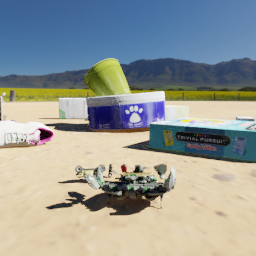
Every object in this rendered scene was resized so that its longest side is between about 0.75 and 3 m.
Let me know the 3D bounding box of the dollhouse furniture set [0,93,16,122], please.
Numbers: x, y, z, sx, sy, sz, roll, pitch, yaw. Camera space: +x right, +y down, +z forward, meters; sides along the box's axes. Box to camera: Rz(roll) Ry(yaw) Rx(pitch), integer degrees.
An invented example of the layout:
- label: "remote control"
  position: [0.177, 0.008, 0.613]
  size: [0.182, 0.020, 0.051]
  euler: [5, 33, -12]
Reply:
- label: "dollhouse furniture set"
  position: [-6.223, -0.933, 12.885]
  size: [1.499, 1.342, 1.891]
  euler: [-6, 9, -39]

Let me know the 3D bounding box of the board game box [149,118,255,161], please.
- label: "board game box"
  position: [2.201, 0.174, 6.832]
  size: [2.721, 0.639, 2.054]
  euler: [5, 9, 34]

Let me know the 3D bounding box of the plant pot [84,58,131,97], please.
- label: "plant pot"
  position: [-0.671, -1.633, 11.196]
  size: [1.623, 1.563, 1.623]
  euler: [-29, -18, -10]

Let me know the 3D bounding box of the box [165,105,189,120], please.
- label: "box"
  position: [1.955, -0.710, 13.619]
  size: [1.495, 0.723, 1.315]
  euler: [-4, 8, -33]

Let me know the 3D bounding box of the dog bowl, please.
- label: "dog bowl"
  position: [-0.060, -0.700, 10.778]
  size: [2.996, 1.180, 2.996]
  euler: [-5, 7, 1]

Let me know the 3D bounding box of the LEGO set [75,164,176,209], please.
- label: "LEGO set"
  position: [-0.026, 0.736, 3.650]
  size: [1.172, 0.511, 1.805]
  euler: [0, -6, -17]

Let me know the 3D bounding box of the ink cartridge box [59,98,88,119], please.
- label: "ink cartridge box"
  position: [-2.813, -1.021, 14.670]
  size: [1.487, 1.081, 0.651]
  euler: [0, 7, 1]

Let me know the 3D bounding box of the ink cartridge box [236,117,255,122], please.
- label: "ink cartridge box"
  position: [4.837, -0.273, 11.585]
  size: [0.610, 0.352, 0.840]
  euler: [2, 7, 13]

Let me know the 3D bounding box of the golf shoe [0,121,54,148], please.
- label: "golf shoe"
  position: [-2.682, 0.161, 7.005]
  size: [0.812, 0.668, 1.775]
  euler: [11, 13, 41]
